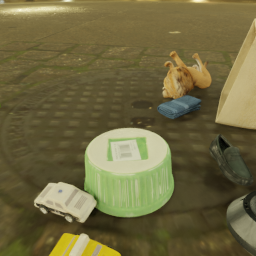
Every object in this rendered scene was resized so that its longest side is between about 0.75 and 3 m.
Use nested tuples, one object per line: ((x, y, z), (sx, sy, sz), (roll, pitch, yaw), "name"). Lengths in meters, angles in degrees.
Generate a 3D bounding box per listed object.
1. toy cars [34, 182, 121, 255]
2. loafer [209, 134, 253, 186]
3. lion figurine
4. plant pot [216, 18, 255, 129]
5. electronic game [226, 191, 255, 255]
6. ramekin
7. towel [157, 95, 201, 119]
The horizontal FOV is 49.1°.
((-0.943, 1.584, 4.689), (1.075, 0.531, 2.397), (-21, 38, -16), "toy cars")
((2.321, 0.691, 6.365), (0.540, 0.559, 1.592), (3, 27, -12), "loafer")
((2.406, -1.918, 10.542), (2.898, 1.050, 1.775), (-10, 63, -30), "lion figurine")
((4.352, -1.399, 8.316), (2.367, 2.673, 2.670), (21, 34, 11), "plant pot")
((2.954, 1.580, 4.323), (2.717, 0.565, 2.717), (0, 9, 0), "electronic game")
((0.005, 0.793, 5.808), (1.912, 0.934, 1.912), (-2, 30, 1), "ramekin")
((1.679, -0.684, 9.115), (1.395, 0.338, 0.779), (-22, 36, -32), "towel")
